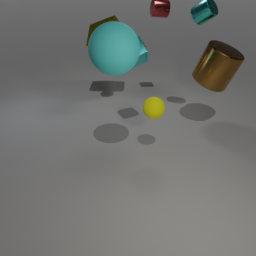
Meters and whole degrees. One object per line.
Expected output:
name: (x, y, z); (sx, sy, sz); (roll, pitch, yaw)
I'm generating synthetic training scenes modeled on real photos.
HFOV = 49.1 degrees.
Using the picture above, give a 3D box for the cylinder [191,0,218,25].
cylinder: (2.697, -4.111, 9.885); (0.700, 0.700, 0.700); (-21, 7, 47)

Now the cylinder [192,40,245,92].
cylinder: (3.311, -2.292, 10.386); (1.400, 1.400, 1.400); (15, 37, -12)

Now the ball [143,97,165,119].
ball: (0.812, -0.639, 8.921); (0.700, 0.700, 0.700); (0, 28, 0)

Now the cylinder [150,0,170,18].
cylinder: (1.361, -5.098, 11.944); (0.700, 0.700, 0.700); (-1, 28, -13)

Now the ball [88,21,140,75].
ball: (-0.375, -2.132, 7.561); (1.400, 1.400, 1.400); (0, 28, 0)

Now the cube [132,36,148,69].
cube: (0.233, -2.605, 9.709); (0.700, 0.700, 0.700); (-26, 74, -2)

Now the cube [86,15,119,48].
cube: (-0.925, -4.061, 13.069); (1.400, 1.400, 1.400); (-10, 60, 26)
